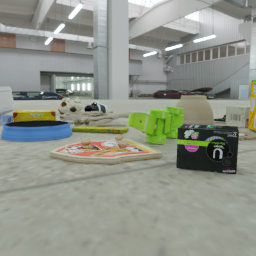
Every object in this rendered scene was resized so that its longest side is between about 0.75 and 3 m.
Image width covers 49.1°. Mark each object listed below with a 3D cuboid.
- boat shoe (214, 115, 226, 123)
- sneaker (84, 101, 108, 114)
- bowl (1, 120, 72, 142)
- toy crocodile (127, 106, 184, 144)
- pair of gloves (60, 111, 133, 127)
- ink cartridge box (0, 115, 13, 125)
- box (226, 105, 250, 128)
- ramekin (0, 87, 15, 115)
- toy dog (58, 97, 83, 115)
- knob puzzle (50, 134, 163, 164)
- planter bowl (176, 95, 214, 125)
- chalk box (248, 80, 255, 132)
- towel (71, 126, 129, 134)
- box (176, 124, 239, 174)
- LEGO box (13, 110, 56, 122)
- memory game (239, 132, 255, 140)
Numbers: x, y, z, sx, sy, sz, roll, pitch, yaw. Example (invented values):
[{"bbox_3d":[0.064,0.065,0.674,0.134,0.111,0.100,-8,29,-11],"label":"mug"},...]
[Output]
[{"bbox_3d":[4.546,-0.454,12.683,1.327,0.440,0.496,1,7,10],"label":"boat shoe"},{"bbox_3d":[-2.200,-1.199,17.054,1.215,0.794,2.172,-3,9,-31],"label":"sneaker"},{"bbox_3d":[-2.862,0.046,8.898,2.160,0.424,2.160,0,8,0],"label":"bowl"},{"bbox_3d":[0.954,-0.154,8.130,0.854,0.934,2.766,12,12,29],"label":"toy crocodile"},{"bbox_3d":[-1.417,-0.398,12.111,2.461,0.507,2.894,-9,9,-32],"label":"pair of gloves"},{"bbox_3d":[-5.227,-0.351,12.061,1.096,0.418,0.748,-4,8,-15],"label":"ink cartridge box"},{"bbox_3d":[4.896,-0.504,11.494,1.534,0.836,0.981,-5,9,-31],"label":"box"},{"bbox_3d":[-6.112,-0.972,12.363,2.232,1.040,2.232,-20,6,2],"label":"ramekin"},{"bbox_3d":[-3.681,-1.250,17.500,1.488,1.039,1.443,-5,44,-44],"label":"toy dog"},{"bbox_3d":[-0.641,0.410,6.404,2.433,0.337,2.433,0,8,0],"label":"knob puzzle"},{"bbox_3d":[2.930,-0.841,12.583,1.856,1.249,1.856,0,7,0],"label":"planter bowl"},{"bbox_3d":[5.776,-0.697,9.165,2.930,1.814,1.823,0,8,3],"label":"chalk box"},{"bbox_3d":[-0.973,0.068,9.866,1.912,0.173,0.823,2,4,17],"label":"towel"},{"bbox_3d":[1.462,0.348,5.150,1.040,0.773,0.647,3,8,20],"label":"box"},{"bbox_3d":[-3.804,-0.391,11.441,1.621,0.625,1.207,-2,8,-18],"label":"LEGO box"},{"bbox_3d":[3.260,0.229,8.766,1.467,0.093,1.467,0,8,0],"label":"memory game"}]
